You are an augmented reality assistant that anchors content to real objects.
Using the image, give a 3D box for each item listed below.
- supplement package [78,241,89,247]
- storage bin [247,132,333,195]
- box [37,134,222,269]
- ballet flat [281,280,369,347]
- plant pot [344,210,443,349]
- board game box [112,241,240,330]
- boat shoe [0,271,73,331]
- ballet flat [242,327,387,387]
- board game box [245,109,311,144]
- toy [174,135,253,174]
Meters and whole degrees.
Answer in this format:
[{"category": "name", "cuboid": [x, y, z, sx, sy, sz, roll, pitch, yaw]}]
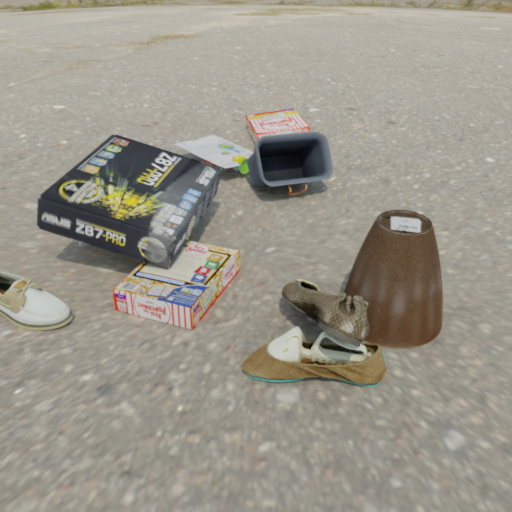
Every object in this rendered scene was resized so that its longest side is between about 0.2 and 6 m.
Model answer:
[{"category": "supplement package", "cuboid": [-3.318, -0.898, 11.947, 1.140, 0.838, 1.090, -12, 34, -20]}, {"category": "storage bin", "cuboid": [0.730, -2.137, 13.678, 1.899, 1.382, 1.275, -10, -2, -20]}, {"category": "box", "cuboid": [-2.335, -1.193, 11.074, 2.577, 0.785, 3.197, 20, 34, 3]}, {"category": "ballet flat", "cuboid": [1.058, 0.714, 8.548, 0.925, 0.636, 2.745, 24, 1, -11]}, {"category": "plant pot", "cuboid": [2.283, 0.255, 9.069, 1.712, 1.831, 1.712, 0, 31, 0]}, {"category": "board game box", "cuboid": [-1.368, 0.413, 10.121, 1.534, 0.469, 2.025, 12, 33, 19]}, {"category": "boat shoe", "cuboid": [-3.957, 0.721, 9.444, 1.869, 0.639, 0.699, 12, 33, 19]}, {"category": "ballet flat", "cuboid": [0.846, 1.429, 8.139, 2.115, 0.765, 0.717, 4, 30, 8]}, {"category": "board game box", "cuboid": [0.641, -3.906, 17.169, 1.605, 0.491, 2.119, -10, 31, -7]}, {"category": "toy", "cuboid": [-1.013, -2.662, 15.199, 1.348, 0.553, 2.340, -22, 34, -36]}]
